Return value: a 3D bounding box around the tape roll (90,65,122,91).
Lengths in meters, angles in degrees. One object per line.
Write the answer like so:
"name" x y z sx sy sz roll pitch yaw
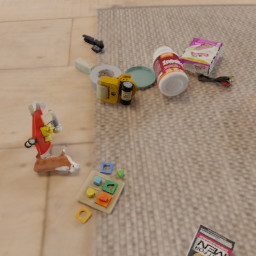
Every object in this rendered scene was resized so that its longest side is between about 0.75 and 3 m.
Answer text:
"tape roll" -0.953 -2.155 12.208 1.383 0.457 1.383 0 51 0

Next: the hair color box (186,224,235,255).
"hair color box" 1.908 3.665 7.190 1.002 0.613 2.023 24 55 19

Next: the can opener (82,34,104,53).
"can opener" -1.766 -4.322 14.010 0.620 0.500 1.578 -35 58 -25

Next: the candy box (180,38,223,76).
"candy box" 3.381 -3.345 12.976 1.423 0.636 2.086 18 49 20

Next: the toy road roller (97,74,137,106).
"toy road roller" -0.428 -1.700 11.498 1.587 0.975 1.159 11 46 2

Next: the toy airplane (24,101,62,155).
"toy airplane" -2.870 -0.118 9.625 1.186 1.673 1.681 5 28 -31

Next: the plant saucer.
"plant saucer" 0.511 -2.243 12.458 1.428 0.196 1.428 0 50 -1

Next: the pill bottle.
"pill bottle" 1.730 -2.503 12.002 1.215 1.215 2.150 -6 50 -5

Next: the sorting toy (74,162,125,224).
"sorting toy" -0.876 1.963 8.832 1.246 0.301 2.212 18 52 14

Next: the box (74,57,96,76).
"box" -1.938 -2.785 12.738 0.995 0.473 0.387 29 55 21

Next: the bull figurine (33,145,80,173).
"bull figurine" -2.397 1.111 9.431 1.537 0.500 0.933 -4 48 -5

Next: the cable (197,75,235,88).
"cable" 3.857 -2.010 12.274 1.603 0.403 0.779 1 56 16
